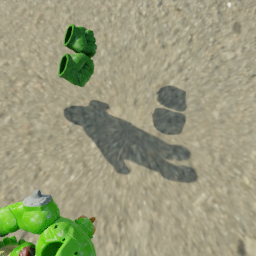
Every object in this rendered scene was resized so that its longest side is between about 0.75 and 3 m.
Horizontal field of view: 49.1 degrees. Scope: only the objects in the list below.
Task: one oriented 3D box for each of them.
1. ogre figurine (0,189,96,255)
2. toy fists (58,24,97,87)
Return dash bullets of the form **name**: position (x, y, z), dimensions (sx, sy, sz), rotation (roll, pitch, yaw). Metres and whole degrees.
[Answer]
- **ogre figurine**: position (-1.118, 2.001, 4.094), dimensions (1.510, 1.236, 2.518), rotation (-45, 67, 20)
- **toy fists**: position (-1.073, -1.648, 6.365), dimensions (0.741, 0.500, 1.453), rotation (20, 66, -39)
